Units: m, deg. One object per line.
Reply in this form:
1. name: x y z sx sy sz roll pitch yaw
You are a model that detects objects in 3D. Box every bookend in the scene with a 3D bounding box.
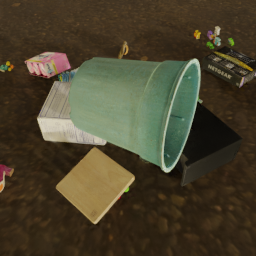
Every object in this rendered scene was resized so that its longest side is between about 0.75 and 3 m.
1. bookend: 2.103 0.412 9.416 2.269 1.045 2.254 -23 48 -21

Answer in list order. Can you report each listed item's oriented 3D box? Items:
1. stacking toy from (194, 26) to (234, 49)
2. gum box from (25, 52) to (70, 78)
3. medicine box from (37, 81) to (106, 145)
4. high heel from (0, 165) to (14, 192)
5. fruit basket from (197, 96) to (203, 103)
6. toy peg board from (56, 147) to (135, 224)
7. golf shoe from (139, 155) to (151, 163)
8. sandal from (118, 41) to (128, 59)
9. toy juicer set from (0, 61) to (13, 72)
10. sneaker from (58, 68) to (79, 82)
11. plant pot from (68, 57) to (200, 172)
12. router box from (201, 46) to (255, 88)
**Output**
1. stacking toy: 4.669 -4.863 15.265 1.421 0.443 1.885 -15 48 -12
2. gum box: -3.679 -2.877 12.631 1.168 0.680 2.057 -34 34 -29
3. medicine box: -1.802 -0.582 10.288 2.292 1.180 2.088 5 47 4
4. high heel: -4.068 1.587 8.645 0.568 0.399 1.185 14 40 0
5. fruit basket: 2.294 -0.966 11.316 1.026 0.519 1.108 32 68 28
6. toy peg board: -0.894 1.768 8.377 1.691 0.827 1.684 32 68 30
7. golf shoe: 1.102 0.540 9.626 0.696 0.794 1.804 44 79 7
8. sandal: -0.178 -4.000 14.347 0.384 0.571 1.421 22 40 -8
9. toy juicer set: -5.838 -2.831 13.343 0.514 0.220 0.807 37 50 9
10. sneaker: -2.418 -2.444 12.552 1.208 0.736 1.851 7 44 5
11. plant pot: 0.151 -0.632 7.820 2.925 2.986 2.986 15 46 23
12. router box: 4.866 -2.919 13.128 1.742 0.579 2.216 -30 52 -27
